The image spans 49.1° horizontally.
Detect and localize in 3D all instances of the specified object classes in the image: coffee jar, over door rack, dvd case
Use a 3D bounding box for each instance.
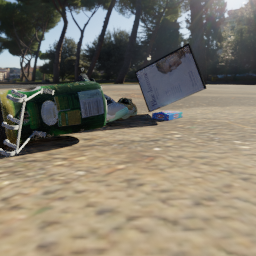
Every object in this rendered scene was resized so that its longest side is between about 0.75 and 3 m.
[{"bbox_3d":[-2.068,-0.373,6.690,2.886,1.231,1.505,-11,14,-26],"label":"coffee jar"},{"bbox_3d":[-1.969,-0.186,5.342,0.486,1.077,1.458,16,14,3],"label":"over door rack"},{"bbox_3d":[1.585,-1.896,10.987,2.550,1.819,0.224,-22,-5,33],"label":"dvd case"}]

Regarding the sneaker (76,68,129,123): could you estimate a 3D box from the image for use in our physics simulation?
[{"bbox_3d":[-1.163,-1.113,9.173,2.518,1.761,0.979,3,24,39],"label":"sneaker"}]

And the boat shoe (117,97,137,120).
[{"bbox_3d":[-0.085,-0.814,10.700,0.776,0.696,2.097,9,15,13],"label":"boat shoe"}]

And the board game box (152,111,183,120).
[{"bbox_3d":[1.466,-0.472,10.368,0.737,0.218,0.969,8,13,39],"label":"board game box"}]
